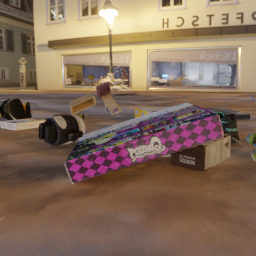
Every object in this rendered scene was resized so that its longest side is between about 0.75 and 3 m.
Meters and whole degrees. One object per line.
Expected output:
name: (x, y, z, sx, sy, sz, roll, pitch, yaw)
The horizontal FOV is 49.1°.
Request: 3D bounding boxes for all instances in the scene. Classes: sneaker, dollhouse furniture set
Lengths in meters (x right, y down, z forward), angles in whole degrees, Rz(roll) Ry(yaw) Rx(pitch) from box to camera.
sneaker: (-4.871, -0.650, 11.534, 1.211, 0.941, 2.690, -7, 3, -4)
dollhouse furniture set: (-1.576, -0.776, 14.435, 2.426, 1.922, 1.722, -25, 59, -15)
sneaker: (2.612, -0.095, 8.358, 0.799, 0.840, 2.120, -4, 9, -14)

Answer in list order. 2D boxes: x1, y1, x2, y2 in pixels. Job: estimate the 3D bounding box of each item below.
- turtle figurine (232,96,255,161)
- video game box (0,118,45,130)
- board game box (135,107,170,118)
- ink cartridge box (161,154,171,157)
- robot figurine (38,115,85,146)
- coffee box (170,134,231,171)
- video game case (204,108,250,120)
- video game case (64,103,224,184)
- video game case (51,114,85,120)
turtle figurine: (3.072, 0.235, 5.923, 1.381, 1.424, 1.025, 16, 52, 45)
video game box: (-3.819, -0.150, 10.263, 1.122, 0.288, 1.231, 3, 9, 40)
board game box: (1.594, -0.495, 11.603, 1.971, 0.519, 2.575, -3, 10, -16)
ink cartridge box: (0.621, 0.380, 7.014, 1.342, 0.337, 1.546, 0, 10, -7)
robot figurine: (-1.764, 0.064, 7.573, 1.276, 0.959, 0.796, -12, -27, -48)
coffee box: (1.571, 0.444, 5.969, 0.768, 0.535, 1.342, 8, 12, 40)
video game case: (3.798, -0.671, 13.079, 2.904, 0.275, 2.074, -3, 14, -16)
video game case: (0.239, 0.154, 5.722, 2.662, 0.477, 2.413, -17, 9, 1)
video game case: (-2.658, -0.453, 12.393, 1.385, 0.195, 1.532, -1, 9, -6)
